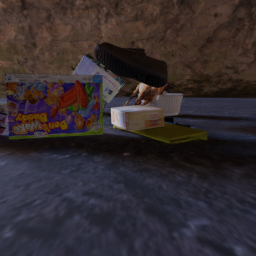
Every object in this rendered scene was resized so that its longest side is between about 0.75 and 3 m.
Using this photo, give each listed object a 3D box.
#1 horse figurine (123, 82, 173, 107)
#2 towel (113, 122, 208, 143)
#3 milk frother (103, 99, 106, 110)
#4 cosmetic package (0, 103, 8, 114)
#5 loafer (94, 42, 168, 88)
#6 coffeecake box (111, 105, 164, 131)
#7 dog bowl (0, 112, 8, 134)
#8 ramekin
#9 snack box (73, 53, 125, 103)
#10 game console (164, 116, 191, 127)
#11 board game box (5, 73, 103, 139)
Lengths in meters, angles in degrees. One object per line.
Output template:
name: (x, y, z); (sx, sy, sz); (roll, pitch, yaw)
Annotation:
horse figurine: (0.614, -1.206, 10.515); (0.725, 1.926, 2.906); (37, 13, -10)
towel: (0.720, 0.073, 7.436); (1.199, 0.251, 2.785); (-10, 12, -27)
milk frother: (-2.318, -1.704, 14.414); (1.702, 1.886, 1.774); (1, 7, 28)
cosmetic package: (-5.480, -0.781, 12.191); (0.445, 0.630, 1.217); (-3, 9, -24)
loafer: (0.133, -2.081, 8.837); (2.488, 0.883, 0.909); (23, -27, -6)
coffeecake box: (0.227, -0.305, 7.592); (1.016, 0.484, 1.324); (-7, 11, -21)
dog bowl: (-3.702, -0.139, 6.939); (1.405, 0.518, 1.405); (2, -5, 0)
ramekin: (1.545, -1.149, 13.486); (2.151, 1.002, 2.151); (0, 8, 0)
snack box: (-0.917, -1.529, 8.674); (1.454, 0.844, 0.270); (38, 37, -6)
game console: (1.101, -0.168, 8.895); (1.364, 0.279, 2.312); (-4, 9, -29)
board game box: (-1.796, -0.568, 7.066); (2.297, 1.545, 0.514); (-3, 8, -19)
